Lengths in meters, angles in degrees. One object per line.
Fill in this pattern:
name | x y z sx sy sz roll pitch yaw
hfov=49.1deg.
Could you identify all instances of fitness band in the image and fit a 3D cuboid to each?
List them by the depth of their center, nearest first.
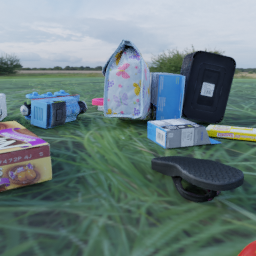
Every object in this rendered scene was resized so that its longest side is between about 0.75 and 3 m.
fitness band | -0.505 -1.304 15.140 2.944 0.551 2.114 5 14 17

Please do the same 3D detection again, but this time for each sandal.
sandal | 1.260 0.967 5.391 1.013 0.645 2.695 -4 1 -14

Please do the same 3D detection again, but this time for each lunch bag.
lunch bag | -0.004 -1.798 11.192 1.832 2.882 2.444 4 2 9

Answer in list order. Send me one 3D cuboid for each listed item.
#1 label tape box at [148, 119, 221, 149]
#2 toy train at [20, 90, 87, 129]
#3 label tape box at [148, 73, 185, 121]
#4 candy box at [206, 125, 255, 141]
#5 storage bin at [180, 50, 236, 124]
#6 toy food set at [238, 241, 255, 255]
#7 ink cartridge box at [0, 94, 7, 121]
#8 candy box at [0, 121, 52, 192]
label tape box | 1.746 0.118 8.799 1.910 0.604 1.377 -5 14 -18
toy train | -2.940 -0.799 11.610 1.669 1.266 2.921 17 17 27
label tape box | 1.485 -1.240 11.541 0.913 1.979 2.762 2 13 -5
candy box | 3.688 0.168 9.275 2.123 0.280 1.085 6 14 25
storage bin | 3.012 -1.617 11.242 1.769 2.616 1.227 10 7 -8
toy food set | 1.989 1.641 2.178 2.477 0.603 2.452 6 14 22
ink cartridge box | -6.180 -0.727 11.311 1.921 1.109 2.630 -3 13 -12
candy box | -3.086 0.548 6.412 1.744 0.844 2.990 -9 14 -32
